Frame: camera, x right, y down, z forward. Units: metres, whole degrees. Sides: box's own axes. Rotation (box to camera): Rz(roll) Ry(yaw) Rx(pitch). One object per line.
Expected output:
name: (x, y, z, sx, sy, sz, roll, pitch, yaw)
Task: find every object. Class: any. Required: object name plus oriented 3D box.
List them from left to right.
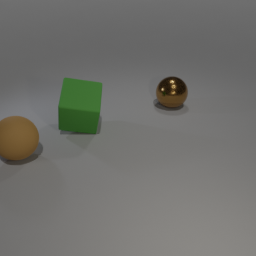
ball: (-3.534, 0.315, 8.828, 1.400, 1.400, 1.400, 0, 30, 0)
cube: (-1.742, -0.791, 10.249, 1.400, 1.400, 1.400, 7, 54, -9)
ball: (1.924, -1.563, 12.312, 1.400, 1.400, 1.400, 0, 30, 0)
